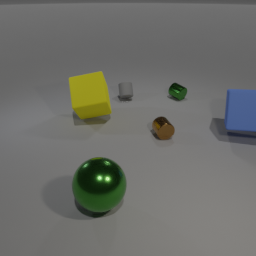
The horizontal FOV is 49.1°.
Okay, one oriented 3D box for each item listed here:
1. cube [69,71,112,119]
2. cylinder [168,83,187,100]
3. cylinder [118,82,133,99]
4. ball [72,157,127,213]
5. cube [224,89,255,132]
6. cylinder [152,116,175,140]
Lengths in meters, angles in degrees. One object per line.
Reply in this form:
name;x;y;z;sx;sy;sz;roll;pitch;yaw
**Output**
cube;-1.559;-1.333;11.764;1.400;1.400;1.400;-11;-17;2
cylinder;2.559;-1.882;14.389;0.700;0.700;0.700;-22;44;-36
cylinder;-0.107;-1.922;14.247;0.700;0.700;0.700;-6;-8;-1
ball;-0.732;1.450;7.212;1.400;1.400;1.400;0;27;0
cube;4.393;-0.691;10.401;1.400;1.400;1.400;4;11;16
cylinder;1.363;0.003;10.870;0.700;0.700;0.700;-7;28;-13
